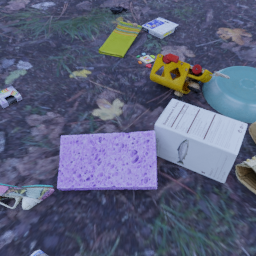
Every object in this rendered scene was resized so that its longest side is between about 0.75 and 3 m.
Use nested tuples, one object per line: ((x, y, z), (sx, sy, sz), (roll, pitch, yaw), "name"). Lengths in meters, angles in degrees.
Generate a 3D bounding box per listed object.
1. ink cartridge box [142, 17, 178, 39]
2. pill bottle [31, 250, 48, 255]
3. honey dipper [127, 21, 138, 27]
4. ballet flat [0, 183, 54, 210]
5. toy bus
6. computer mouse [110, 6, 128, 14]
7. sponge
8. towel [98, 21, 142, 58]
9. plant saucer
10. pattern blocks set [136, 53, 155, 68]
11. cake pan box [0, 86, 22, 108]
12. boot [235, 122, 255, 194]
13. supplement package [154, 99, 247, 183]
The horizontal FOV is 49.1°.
((1.509, -4.694, 13.104), (1.246, 0.293, 1.231), (-34, 53, -30), "ink cartridge box")
((-1.649, 2.883, 5.683), (0.788, 0.448, 0.448), (24, 51, 21), "pill bottle")
((0.167, -4.305, 11.569), (0.155, 0.155, 0.817), (25, 18, 22), "honey dipper")
((-2.642, 1.677, 6.845), (1.695, 0.586, 0.603), (1, 64, 8), "ballet flat")
((1.879, -1.682, 9.569), (2.119, 1.161, 2.246), (17, 14, -16), "toy bus")
((-0.509, -6.069, 14.467), (0.958, 0.253, 0.664), (-25, 48, -37), "computer mouse")
((-0.538, 0.833, 7.061), (2.526, 0.377, 1.409), (-3, 69, 11), "sponge")
((-0.297, -3.991, 12.445), (1.154, 0.242, 2.681), (13, 48, 14), "towel")
((4.110, -1.352, 9.716), (2.914, 0.524, 2.914), (0, 46, 0), "plant saucer")
((0.769, -2.781, 11.393), (0.921, 0.075, 0.810), (34, 55, 29), "pattern blocks set")
((-4.137, -1.065, 9.662), (0.708, 0.201, 0.768), (-33, 54, -25), "cake pan box")
((3.515, 0.742, 7.472), (1.661, 0.778, 2.137), (-11, 53, -18), "boot")
((1.871, 0.313, 7.597), (2.127, 1.243, 1.248), (21, 50, 19), "supplement package")
